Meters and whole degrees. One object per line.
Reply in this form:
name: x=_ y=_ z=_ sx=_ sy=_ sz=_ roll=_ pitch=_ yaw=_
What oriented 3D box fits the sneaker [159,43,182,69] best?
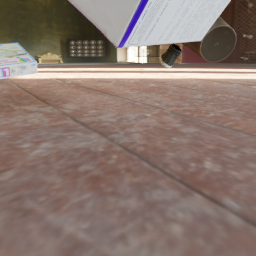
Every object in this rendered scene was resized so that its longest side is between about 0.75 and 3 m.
sneaker: x=1.609 y=-2.712 z=10.374 sx=0.584 sy=0.820 sz=1.653 roll=35 pitch=20 yaw=-7

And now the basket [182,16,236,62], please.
basket: x=2.250 y=-2.793 z=8.221 sx=1.254 sy=1.663 sz=1.845 roll=-24 pitch=38 yaw=5

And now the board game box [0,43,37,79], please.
board game box: x=-2.708 y=-1.273 z=5.397 sx=1.560 sy=0.267 sz=1.049 roll=-17 pitch=44 yaw=-34

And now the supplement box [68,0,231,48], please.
supplement box: x=0.544 y=-2.383 z=4.539 sx=1.466 sy=1.497 sz=2.897 roll=47 pitch=39 yaw=16
